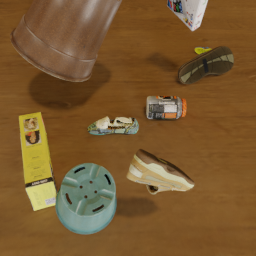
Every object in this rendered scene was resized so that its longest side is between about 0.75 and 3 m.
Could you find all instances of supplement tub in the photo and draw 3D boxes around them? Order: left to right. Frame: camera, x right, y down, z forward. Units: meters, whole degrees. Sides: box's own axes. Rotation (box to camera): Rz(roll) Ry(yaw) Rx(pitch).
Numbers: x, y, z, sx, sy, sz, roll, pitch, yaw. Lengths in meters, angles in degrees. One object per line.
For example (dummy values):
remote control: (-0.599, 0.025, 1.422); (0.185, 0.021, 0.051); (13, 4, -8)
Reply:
supplement tub: (1.260, -0.682, 9.331); (1.254, 0.768, 0.768); (0, 43, -1)

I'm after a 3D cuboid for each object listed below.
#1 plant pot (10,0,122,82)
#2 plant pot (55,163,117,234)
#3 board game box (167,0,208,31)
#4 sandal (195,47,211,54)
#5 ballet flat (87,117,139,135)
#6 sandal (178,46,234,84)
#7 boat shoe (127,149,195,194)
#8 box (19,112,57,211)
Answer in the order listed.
plant pot: (-1.674, -3.283, 8.314); (2.732, 2.705, 2.732); (27, 32, -18)
plant pot: (-0.901, 1.501, 6.189); (1.481, 1.451, 1.481); (4, 64, -8)
board game box: (1.933, -4.392, 9.035); (0.397, 2.295, 1.449); (-36, 75, -8)
sandal: (3.415, -3.536, 12.708); (0.798, 0.317, 0.347); (7, 39, -4)
ballet flat: (-0.484, -0.129, 8.897); (1.644, 0.610, 0.610); (-2, 44, -2)
sandal: (3.087, -2.530, 11.282); (2.801, 1.145, 0.765); (-26, 27, -16)
boat shoe: (0.502, 0.797, 4.443); (0.548, 1.439, 0.516); (-57, 38, 5)
box: (-2.464, 0.792, 7.625); (0.675, 1.014, 2.694); (-13, 44, -15)
